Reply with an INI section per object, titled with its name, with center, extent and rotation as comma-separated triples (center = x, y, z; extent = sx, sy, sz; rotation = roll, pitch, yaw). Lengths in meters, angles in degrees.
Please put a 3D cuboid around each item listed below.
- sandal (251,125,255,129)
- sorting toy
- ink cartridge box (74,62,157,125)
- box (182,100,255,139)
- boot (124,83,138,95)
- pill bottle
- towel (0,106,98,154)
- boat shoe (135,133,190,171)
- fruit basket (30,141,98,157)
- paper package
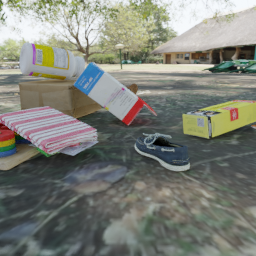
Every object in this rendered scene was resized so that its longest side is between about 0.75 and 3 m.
[sandal]
center = 4.038, -0.101, 8.170
extent = 0.843, 0.242, 0.323
rotation = 2, 14, 9
[sorting toy]
center = -2.783, 0.235, 5.981
extent = 1.723, 0.603, 1.733
rotation = 4, 14, 14
[ink cartridge box]
center = -0.374, -0.987, 8.997
extent = 2.561, 0.861, 1.488
rotation = 37, 9, -10
[box]
center = 2.663, -0.304, 7.805
extent = 2.374, 0.595, 0.894
rotation = -14, 15, -32
[boot]
center = -0.443, -2.043, 15.279
extent = 1.515, 0.728, 2.073
rotation = 3, 14, 18
[pill bottle]
center = -2.693, -2.338, 10.120
extent = 2.147, 1.119, 1.119
rotation = 2, 10, -35
[towel]
center = -1.736, -0.011, 5.999
extent = 1.868, 0.279, 1.367
rotation = 24, 24, 33
[boat shoe]
center = 0.632, 0.378, 5.616
extent = 0.607, 0.501, 1.621
rotation = -6, 15, -22
[fruit basket]
center = -1.333, 0.364, 5.913
extent = 1.091, 0.511, 1.011
rotation = 14, 18, 19
[paper package]
center = -2.459, -1.139, 10.442
extent = 2.323, 1.202, 2.215
rotation = 5, 14, 23
